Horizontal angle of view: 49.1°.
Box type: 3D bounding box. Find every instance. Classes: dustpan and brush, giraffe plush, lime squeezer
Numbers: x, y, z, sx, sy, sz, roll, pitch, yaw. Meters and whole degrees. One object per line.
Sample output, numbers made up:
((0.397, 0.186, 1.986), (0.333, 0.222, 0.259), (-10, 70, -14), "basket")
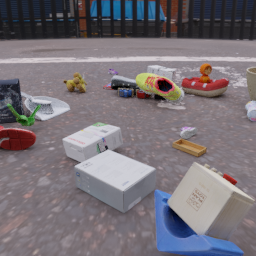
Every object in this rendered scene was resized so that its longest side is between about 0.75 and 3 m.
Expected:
((-4.077, -1.125, 12.382), (2.565, 0.734, 1.790), (12, 26, 27), "dustpan and brush")
((-2.963, -2.432, 15.391), (1.047, 1.114, 1.291), (-18, 30, 13), "giraffe plush")
((-3.610, -0.431, 9.966), (0.420, 0.786, 2.225), (19, 6, 7), "lime squeezer")

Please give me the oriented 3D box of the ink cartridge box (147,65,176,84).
((1.950, -2.678, 15.483), (0.706, 1.225, 2.115), (-12, 26, -31), "ink cartridge box")

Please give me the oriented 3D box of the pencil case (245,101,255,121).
((5.243, -0.721, 11.675), (0.577, 0.528, 1.271), (16, 26, 11), "pencil case")

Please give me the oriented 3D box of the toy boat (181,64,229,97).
((4.090, -2.600, 14.806), (2.425, 1.585, 1.582), (16, 28, 34), "toy boat")

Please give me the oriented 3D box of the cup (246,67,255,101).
((6.379, -1.639, 12.331), (2.409, 1.723, 2.409), (0, 22, 0), "cup")

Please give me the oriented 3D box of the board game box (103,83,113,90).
((-0.741, -2.534, 16.523), (0.835, 0.158, 1.623), (9, 24, 18), "board game box")

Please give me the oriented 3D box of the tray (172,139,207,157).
((1.952, 0.624, 8.934), (0.478, 0.180, 0.970), (-21, 30, -40), "tray")

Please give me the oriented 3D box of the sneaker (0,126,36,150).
((-3.989, 0.171, 9.254), (2.031, 0.796, 1.173), (0, 24, -4), "sneaker")

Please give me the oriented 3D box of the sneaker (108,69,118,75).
((-1.052, -3.971, 19.686), (0.844, 0.373, 0.339), (17, 27, 32), "sneaker")

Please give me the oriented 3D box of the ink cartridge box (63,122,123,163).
((-1.064, 0.431, 8.556), (1.068, 0.619, 1.475), (14, 32, 43), "ink cartridge box")

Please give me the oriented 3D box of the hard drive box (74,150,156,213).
((-0.315, 1.226, 6.896), (1.608, 0.617, 1.253), (18, 28, 37), "hard drive box")

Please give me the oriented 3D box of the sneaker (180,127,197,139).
((2.011, 0.159, 9.940), (0.877, 0.318, 0.500), (-12, 18, -43), "sneaker")

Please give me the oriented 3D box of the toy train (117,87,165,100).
((0.749, -1.742, 14.291), (2.758, 0.470, 0.632), (5, 35, 10), "toy train")

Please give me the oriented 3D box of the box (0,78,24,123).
((-5.069, -1.064, 11.125), (1.571, 1.598, 0.938), (-7, 24, -15), "box")

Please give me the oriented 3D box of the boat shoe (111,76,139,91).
((0.237, -2.152, 14.940), (2.404, 0.681, 0.825), (13, -21, 2), "boat shoe")

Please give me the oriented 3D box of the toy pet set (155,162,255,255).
((1.892, 1.893, 5.076), (2.651, 1.508, 2.839), (27, 7, -38), "toy pet set")

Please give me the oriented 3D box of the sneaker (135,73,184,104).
((1.384, -2.095, 13.197), (2.650, 1.036, 1.197), (26, -5, 31), "sneaker")
